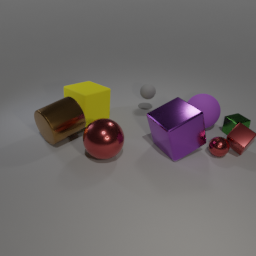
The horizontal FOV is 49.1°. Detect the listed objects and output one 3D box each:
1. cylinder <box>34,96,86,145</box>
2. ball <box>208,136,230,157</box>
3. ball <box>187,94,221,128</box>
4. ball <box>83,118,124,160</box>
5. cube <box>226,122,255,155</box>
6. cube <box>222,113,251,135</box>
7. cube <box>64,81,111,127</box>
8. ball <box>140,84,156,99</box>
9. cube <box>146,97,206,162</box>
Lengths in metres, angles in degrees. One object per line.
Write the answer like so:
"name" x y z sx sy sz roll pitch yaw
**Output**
"cylinder" -2.534 -0.292 10.482 1.400 1.400 1.400 -31 42 -32
"ball" 3.148 0.644 9.696 0.700 0.700 0.700 0 30 0
"ball" 2.999 -0.683 11.296 1.400 1.400 1.400 0 30 0
"ball" -0.820 0.362 9.464 1.400 1.400 1.400 0 30 0
"cube" 3.910 0.378 9.746 0.700 0.700 0.700 -43 63 -11
"cube" 4.223 -0.077 10.949 0.700 0.700 0.700 -12 32 -21
"cube" -1.716 -1.047 11.785 1.400 1.400 1.400 24 32 36
"ball" 0.886 -1.623 12.467 0.700 0.700 0.700 0 30 0
"cube" 1.688 0.019 9.746 1.400 1.400 1.400 -28 38 -14
